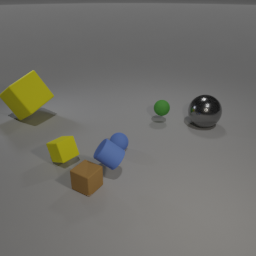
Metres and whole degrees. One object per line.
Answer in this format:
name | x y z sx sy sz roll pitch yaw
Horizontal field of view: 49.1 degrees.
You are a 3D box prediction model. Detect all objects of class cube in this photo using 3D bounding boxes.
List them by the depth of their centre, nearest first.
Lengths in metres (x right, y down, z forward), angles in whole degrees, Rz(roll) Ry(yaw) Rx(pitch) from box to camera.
cube | -1.232 1.494 8.419 0.700 0.700 0.700 17 32 28
cube | -2.206 0.713 9.484 0.700 0.700 0.700 -3 19 45
cube | -4.401 -1.397 12.175 1.400 1.400 1.400 -15 27 48

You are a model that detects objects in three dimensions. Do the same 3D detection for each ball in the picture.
ball | -0.332 0.515 10.300 0.700 0.700 0.700 0 28 0
ball | 3.262 -0.715 11.900 1.400 1.400 1.400 0 28 0
ball | 1.470 -0.876 12.172 0.700 0.700 0.700 0 28 0

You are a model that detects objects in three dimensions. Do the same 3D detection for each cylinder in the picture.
cylinder | -0.566 0.789 8.435 0.700 0.700 0.700 35 23 -15
